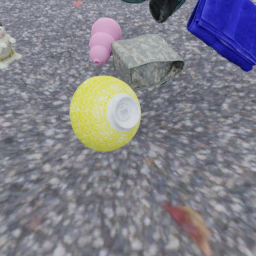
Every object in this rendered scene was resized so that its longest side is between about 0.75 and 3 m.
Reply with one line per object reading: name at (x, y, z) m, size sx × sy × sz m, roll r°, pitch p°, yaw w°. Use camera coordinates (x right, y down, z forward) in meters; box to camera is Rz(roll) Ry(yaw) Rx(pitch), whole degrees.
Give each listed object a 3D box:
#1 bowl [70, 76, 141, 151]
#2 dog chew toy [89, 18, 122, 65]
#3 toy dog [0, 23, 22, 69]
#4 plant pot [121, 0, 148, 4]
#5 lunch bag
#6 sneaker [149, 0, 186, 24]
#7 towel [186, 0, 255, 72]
bowl at (-0.230, -0.259, 4.948) m, size 1.399 × 1.399 × 0.753 m, roll -35°, pitch 21°, yaw -33°
dog chew toy at (-0.640, -2.201, 7.260) m, size 0.811 × 0.811 × 1.303 m, roll 9°, pitch 66°, yaw 10°
toy dog at (-3.677, -2.465, 7.974) m, size 1.100 × 1.135 × 0.792 m, roll 32°, pitch 54°, yaw 24°
plant pot at (0.353, -4.893, 8.521) m, size 2.134 × 2.134 × 2.005 m, roll -5°, pitch 27°, yaw -6°
lunch bag at (0.485, -1.642, 6.869) m, size 1.523 × 0.896 × 1.249 m, roll -17°, pitch 49°, yaw -14°
sneaker at (1.164, -3.669, 7.190) m, size 0.921 × 2.324 × 0.876 m, roll -33°, pitch 86°, yaw -11°
towel at (2.153, -2.146, 5.705) m, size 1.867 × 1.379 × 0.463 m, roll 25°, pitch -6°, yaw -27°
